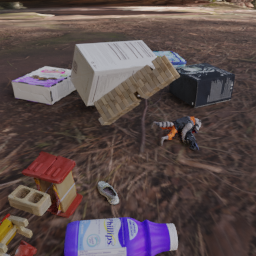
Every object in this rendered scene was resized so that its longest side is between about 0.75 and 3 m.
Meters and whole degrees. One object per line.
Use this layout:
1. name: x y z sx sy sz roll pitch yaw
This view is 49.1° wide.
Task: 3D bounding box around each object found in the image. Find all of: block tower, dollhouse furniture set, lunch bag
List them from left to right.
1. dollhouse furniture set: -1.792 1.565 5.285 0.870 1.152 2.140 12 37 19
2. block tower: 0.174 -1.017 7.743 2.465 0.712 0.666 -35 -10 16
3. lunch bag: 2.007 -3.369 14.492 1.688 0.866 2.100 -1 30 -7

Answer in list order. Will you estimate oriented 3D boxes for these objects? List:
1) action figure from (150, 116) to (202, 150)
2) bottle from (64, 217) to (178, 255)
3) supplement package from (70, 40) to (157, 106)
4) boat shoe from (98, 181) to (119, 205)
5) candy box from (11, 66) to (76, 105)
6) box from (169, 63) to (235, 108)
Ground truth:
1. action figure: 1.568 0.063 8.359 1.445 0.781 1.494 -16 32 -10
2. bottle: -0.118 1.990 4.939 1.930 0.630 0.806 -2 29 -4
3. supplement package: -0.449 -2.089 10.368 2.837 1.614 1.554 -14 55 -32
4. boat shoe: -0.454 1.424 6.367 0.288 0.250 0.780 -15 32 -25
5. candy box: -3.349 -1.848 11.752 1.840 0.785 2.194 11 31 19
6. box: 2.924 -1.778 11.303 1.813 1.143 1.845 -15 32 -21
